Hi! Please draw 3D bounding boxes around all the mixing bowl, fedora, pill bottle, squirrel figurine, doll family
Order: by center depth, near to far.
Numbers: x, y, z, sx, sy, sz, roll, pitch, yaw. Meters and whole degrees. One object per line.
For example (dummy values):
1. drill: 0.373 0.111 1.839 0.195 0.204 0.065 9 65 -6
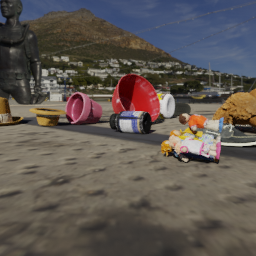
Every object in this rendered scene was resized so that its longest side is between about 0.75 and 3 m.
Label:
1. doll family: 1.224 0.310 5.453 1.064 0.773 1.715 9 26 17
2. pill bottle: 0.063 -0.195 9.179 1.297 0.725 0.725 4 7 32
3. squirrel figurine: 3.875 -0.575 9.346 2.250 1.592 2.100 1 -1 -14
4. fedora: -3.277 -0.443 11.488 1.591 0.649 1.591 6 8 -1
5. fedora: -6.084 -0.754 12.059 2.991 1.220 2.991 0 7 0
6. mixing bowl: 0.157 -1.077 12.302 2.311 2.311 1.252 -5 -16 -40
7. pill bottle: 1.270 -1.234 15.753 2.488 1.359 1.359 4 7 32

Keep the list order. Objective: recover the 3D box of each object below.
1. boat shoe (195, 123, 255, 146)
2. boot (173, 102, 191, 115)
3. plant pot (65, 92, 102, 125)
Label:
1. boat shoe: 2.390 0.145 6.875 1.698 0.574 0.610 5 6 28
2. boot: 2.755 -1.313 18.811 2.887 1.118 1.997 15 5 13
3. plant pot: -1.845 -0.756 12.214 1.362 1.362 1.219 6 -5 45
